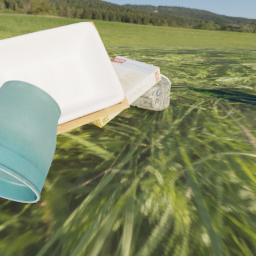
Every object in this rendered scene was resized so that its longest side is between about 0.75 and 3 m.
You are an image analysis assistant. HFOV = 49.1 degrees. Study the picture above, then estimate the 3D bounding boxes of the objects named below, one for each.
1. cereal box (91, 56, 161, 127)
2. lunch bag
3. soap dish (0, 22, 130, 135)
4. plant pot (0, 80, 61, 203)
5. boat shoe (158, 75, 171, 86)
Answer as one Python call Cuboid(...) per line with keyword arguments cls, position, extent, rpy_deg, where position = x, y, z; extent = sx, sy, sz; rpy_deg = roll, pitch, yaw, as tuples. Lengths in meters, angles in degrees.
Cuboid(cls="cereal box", position=(-0.506, -1.171, 8.064), extent=(1.790, 0.492, 2.488), rpy_deg=(27, 55, 38))
Cuboid(cls="lunch bag", position=(0.562, -0.971, 8.552), extent=(1.261, 0.879, 1.058), rpy_deg=(13, 22, 31))
Cuboid(cls="soap dish", position=(-1.648, -0.935, 6.096), extent=(2.799, 2.202, 1.137), rpy_deg=(-22, -5, -22))
Cuboid(cls="plant pot", position=(-1.617, 0.113, 3.859), extent=(1.414, 1.414, 1.329), rpy_deg=(7, 57, 18))
Cuboid(cls="boat shoe", position=(1.022, -1.883, 11.187), extent=(1.749, 0.540, 0.637), rpy_deg=(26, -33, -33))
